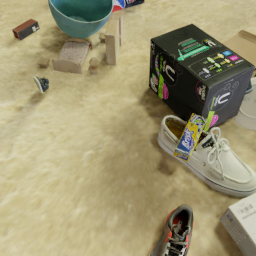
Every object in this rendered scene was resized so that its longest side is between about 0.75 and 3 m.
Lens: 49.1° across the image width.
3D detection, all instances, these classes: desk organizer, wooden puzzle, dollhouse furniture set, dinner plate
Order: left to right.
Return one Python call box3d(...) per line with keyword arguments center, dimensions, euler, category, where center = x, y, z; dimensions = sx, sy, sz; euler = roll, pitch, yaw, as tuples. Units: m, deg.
box3d(center=(-3.867, -3.750, 10.618), dimensions=(0.371, 0.346, 0.964), euler=(30, 58, 23), category="desk organizer")
box3d(center=(-1.585, -3.054, 9.520), dimensions=(2.570, 1.255, 2.192), euler=(8, 53, 6), category="dollhouse furniture set")
box3d(center=(4.006, -2.611, 9.690), dimensions=(1.741, 0.324, 1.610), euler=(-38, 55, -16), category="wooden puzzle")
box3d(center=(3.694, -0.746, 7.953), dimensions=(1.651, 0.200, 1.651), euler=(-10, 67, 25), category="dinner plate")

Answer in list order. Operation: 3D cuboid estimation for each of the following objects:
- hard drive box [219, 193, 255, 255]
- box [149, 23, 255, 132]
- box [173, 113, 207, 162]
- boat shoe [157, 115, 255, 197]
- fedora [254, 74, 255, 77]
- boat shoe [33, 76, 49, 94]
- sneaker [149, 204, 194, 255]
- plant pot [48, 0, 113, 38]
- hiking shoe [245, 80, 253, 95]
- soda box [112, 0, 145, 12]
box3d(center=(3.185, 2.309, 5.772), dimensions=(1.562, 0.770, 2.005), euler=(-21, 56, -15), category="hard drive box")
box3d(center=(1.872, -1.401, 7.844), dimensions=(1.532, 1.830, 2.464), euler=(-26, 54, -18), category="box")
box3d(center=(1.504, 0.222, 6.767), dimensions=(0.398, 0.365, 1.135), euler=(24, 63, 14), category="box")
box3d(center=(1.973, 0.504, 6.856), dimensions=(2.820, 1.202, 1.042), euler=(37, 62, 25), category="boat shoe")
box3d(center=(5.015, -1.379, 8.333), dimensions=(2.464, 1.125, 2.464), euler=(0, 53, 0), category="fedora")
box3d(center=(-2.526, -1.330, 8.333), dimensions=(0.370, 1.117, 0.417), euler=(-33, 85, -13), category="boat shoe")
box3d(center=(0.860, 2.436, 5.637), dimensions=(0.788, 0.838, 2.045), euler=(14, 54, 11), category="sneaker")
box3d(center=(-1.751, -4.078, 9.976), dimensions=(2.192, 1.476, 2.192), euler=(7, 64, -15), category="plant pot")
box3d(center=(3.080, -1.649, 8.197), dimensions=(0.629, 0.733, 1.690), euler=(-25, 38, -1), category="hiking shoe")
box3d(center=(-0.746, -5.430, 11.511), dimensions=(2.893, 0.916, 1.024), euler=(-23, 57, -16), category="soda box")
